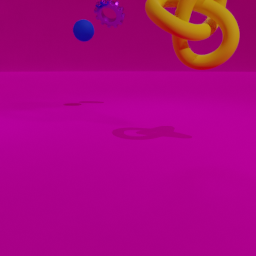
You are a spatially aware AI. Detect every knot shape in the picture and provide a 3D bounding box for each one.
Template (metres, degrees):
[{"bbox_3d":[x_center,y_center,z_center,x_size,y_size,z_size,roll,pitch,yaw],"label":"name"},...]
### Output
[{"bbox_3d":[1.371,-1.998,5.398,1.892,1.770,0.874,-26,8,-12],"label":"knot shape"}]

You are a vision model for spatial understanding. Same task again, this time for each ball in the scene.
[{"bbox_3d":[-1.623,-3.564,10.251,0.777,0.777,0.777,0,12,0],"label":"ball"}]

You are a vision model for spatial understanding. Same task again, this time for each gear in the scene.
[{"bbox_3d":[-0.697,-4.329,10.572,1.161,0.215,1.161,13,-30,8],"label":"gear"}]
